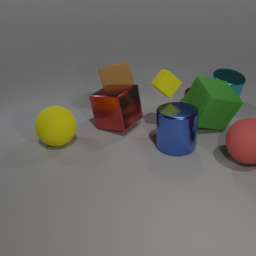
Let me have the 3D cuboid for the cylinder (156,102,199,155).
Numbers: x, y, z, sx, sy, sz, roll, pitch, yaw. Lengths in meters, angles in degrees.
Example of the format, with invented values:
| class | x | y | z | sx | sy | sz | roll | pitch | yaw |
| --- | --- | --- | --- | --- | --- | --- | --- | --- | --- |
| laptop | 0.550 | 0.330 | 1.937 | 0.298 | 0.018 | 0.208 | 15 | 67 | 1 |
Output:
| class | x | y | z | sx | sy | sz | roll | pitch | yaw |
| --- | --- | --- | --- | --- | --- | --- | --- | --- | --- |
| cylinder | 1.674 | -0.002 | 9.624 | 1.400 | 1.400 | 1.400 | -2 | 27 | 1 |

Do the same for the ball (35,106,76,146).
| class | x | y | z | sx | sy | sz | roll | pitch | yaw |
| --- | --- | --- | --- | --- | --- | --- | --- | --- | --- |
| ball | -2.519 | -0.071 | 9.791 | 1.400 | 1.400 | 1.400 | 0 | 29 | 0 |

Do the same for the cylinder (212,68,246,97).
| class | x | y | z | sx | sy | sz | roll | pitch | yaw |
| --- | --- | --- | --- | --- | --- | --- | --- | --- | --- |
| cylinder | 4.334 | -1.717 | 12.520 | 1.400 | 1.400 | 1.400 | 3 | 41 | -2 |

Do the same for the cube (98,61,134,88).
| class | x | y | z | sx | sy | sz | roll | pitch | yaw |
| --- | --- | --- | --- | --- | --- | --- | --- | --- | --- |
| cube | -0.482 | -2.213 | 12.920 | 1.400 | 1.400 | 1.400 | -13 | 11 | 2 |

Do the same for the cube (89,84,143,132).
| class | x | y | z | sx | sy | sz | roll | pitch | yaw |
| --- | --- | --- | --- | --- | --- | --- | --- | --- | --- |
| cube | -0.433 | -0.824 | 10.916 | 1.400 | 1.400 | 1.400 | 6 | 28 | 33 |

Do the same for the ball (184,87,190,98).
| class | x | y | z | sx | sy | sz | roll | pitch | yaw |
| --- | --- | --- | --- | --- | --- | --- | --- | --- | --- |
| ball | 3.002 | -1.591 | 13.271 | 0.700 | 0.700 | 0.700 | 0 | 29 | 0 |

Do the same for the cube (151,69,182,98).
| class | x | y | z | sx | sy | sz | roll | pitch | yaw |
| --- | --- | --- | --- | --- | --- | --- | --- | --- | --- |
| cube | 1.382 | -1.618 | 10.150 | 0.700 | 0.700 | 0.700 | 36 | 5 | -22 |

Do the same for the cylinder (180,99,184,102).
| class | x | y | z | sx | sy | sz | roll | pitch | yaw |
| --- | --- | --- | --- | --- | --- | --- | --- | --- | --- |
| cylinder | 2.670 | -0.948 | 12.112 | 0.700 | 0.700 | 0.700 | -11 | 31 | -18 |

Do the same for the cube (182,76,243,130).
| class | x | y | z | sx | sy | sz | roll | pitch | yaw |
| --- | --- | --- | --- | --- | --- | --- | --- | --- | --- |
| cube | 3.114 | -0.926 | 10.558 | 1.400 | 1.400 | 1.400 | 6 | 41 | -22 |

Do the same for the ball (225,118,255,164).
| class | x | y | z | sx | sy | sz | roll | pitch | yaw |
| --- | --- | --- | --- | --- | --- | --- | --- | --- | --- |
| ball | 3.707 | 0.391 | 8.526 | 1.400 | 1.400 | 1.400 | 0 | 29 | 0 |
